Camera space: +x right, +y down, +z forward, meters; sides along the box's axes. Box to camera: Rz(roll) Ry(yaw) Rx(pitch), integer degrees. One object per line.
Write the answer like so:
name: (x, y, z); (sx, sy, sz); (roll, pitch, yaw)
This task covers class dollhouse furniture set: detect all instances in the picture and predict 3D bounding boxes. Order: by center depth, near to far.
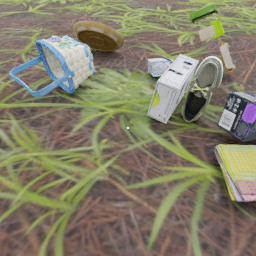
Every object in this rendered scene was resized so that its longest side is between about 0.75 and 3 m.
dollhouse furniture set: (2.983, -3.006, 9.863); (0.923, 2.390, 1.195); (-17, 7, 24)

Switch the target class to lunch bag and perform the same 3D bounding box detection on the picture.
lunch bag: (1.300, -2.272, 10.277); (1.043, 0.663, 0.885); (-3, 20, -6)

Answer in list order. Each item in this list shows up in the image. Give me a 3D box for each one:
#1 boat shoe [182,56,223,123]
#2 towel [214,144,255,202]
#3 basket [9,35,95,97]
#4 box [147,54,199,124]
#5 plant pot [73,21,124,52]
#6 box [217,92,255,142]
boat shoe: (1.961, -0.959, 7.509); (0.704, 1.971, 0.589); (27, 46, 14)
towel: (3.207, 0.973, 6.058); (2.445, 0.278, 1.756); (2, 33, -3)
basket: (-2.427, -1.954, 8.989); (2.313, 1.609, 2.039); (-40, 50, -21)
box: (1.372, -1.232, 8.394); (0.639, 1.239, 2.124); (25, 43, 12)
plant pot: (-1.239, -3.707, 11.634); (2.158, 2.158, 0.297); (11, 80, 14)
box: (3.198, -0.322, 7.072); (1.609, 0.984, 0.853); (-4, 30, -36)
